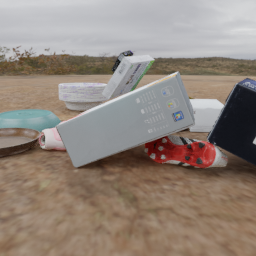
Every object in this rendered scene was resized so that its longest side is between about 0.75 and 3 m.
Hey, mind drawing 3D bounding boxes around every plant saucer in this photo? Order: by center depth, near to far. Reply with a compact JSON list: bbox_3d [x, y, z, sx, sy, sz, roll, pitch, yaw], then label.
[{"bbox_3d":[-3.402,0.376,7.449,2.096,0.336,2.096,0,13,0],"label":"plant saucer"},{"bbox_3d":[-3.694,-0.307,10.054,2.575,0.463,2.575,0,14,0],"label":"plant saucer"}]

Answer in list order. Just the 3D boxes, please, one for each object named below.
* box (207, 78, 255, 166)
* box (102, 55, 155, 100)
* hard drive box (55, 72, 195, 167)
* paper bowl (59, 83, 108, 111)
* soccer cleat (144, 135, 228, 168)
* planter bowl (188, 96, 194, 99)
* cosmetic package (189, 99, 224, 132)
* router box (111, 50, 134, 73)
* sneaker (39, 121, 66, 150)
[{"bbox_3d":[3.035,-0.038,5.726,2.131,1.313,2.114,29,23,19],"label":"box"},{"bbox_3d":[0.049,-1.673,8.990,0.348,1.381,1.913,42,28,10],"label":"box"},{"bbox_3d":[0.075,-0.272,6.573,2.727,1.047,2.126,-22,8,15],"label":"hard drive box"},{"bbox_3d":[-2.115,-1.517,13.449,2.347,1.220,2.347,0,13,0],"label":"paper bowl"},{"bbox_3d":[1.196,0.527,6.222,0.886,0.714,2.081,19,-8,-36],"label":"soccer cleat"},{"bbox_3d":[2.234,-1.154,12.216,1.538,0.641,1.538,21,6,-2],"label":"planter bowl"},{"bbox_3d":[2.727,-0.486,9.955,1.207,0.868,2.138,2,15,10],"label":"cosmetic package"},{"bbox_3d":[-0.221,-2.640,11.144,0.231,0.884,0.695,44,39,9],"label":"router box"},{"bbox_3d":[-1.995,0.176,7.670,0.832,0.599,1.591,1,17,-17],"label":"sneaker"}]
